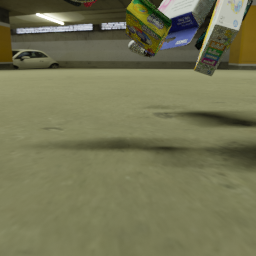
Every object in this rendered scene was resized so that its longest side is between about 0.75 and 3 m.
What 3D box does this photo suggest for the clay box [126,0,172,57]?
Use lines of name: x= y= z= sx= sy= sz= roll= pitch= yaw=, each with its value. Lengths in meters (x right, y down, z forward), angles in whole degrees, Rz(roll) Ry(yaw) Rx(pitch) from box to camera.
clay box: x=0.332 y=-1.804 z=5.043 sx=0.761 sy=0.315 sz=1.324 roll=39 pitch=-1 yaw=1

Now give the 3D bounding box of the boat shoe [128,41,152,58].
boat shoe: x=0.526 y=-2.939 z=10.608 sx=0.444 sy=0.451 sz=1.271 roll=39 pitch=17 yaw=32

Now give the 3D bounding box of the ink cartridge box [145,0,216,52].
ink cartridge box: x=1.587 y=-3.585 z=8.434 sx=0.562 sy=2.594 sz=2.546 roll=35 pitch=-6 yaw=-25

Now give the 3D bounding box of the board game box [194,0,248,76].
board game box: x=1.899 y=-2.331 z=5.265 sx=0.389 sy=2.273 sz=1.528 roll=19 pitch=-16 yaw=6

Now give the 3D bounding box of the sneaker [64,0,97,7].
sneaker: x=-1.765 y=-3.412 z=5.418 sx=2.821 sy=1.137 sz=1.053 roll=18 pitch=8 yaw=-17

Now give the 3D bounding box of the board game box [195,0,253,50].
board game box: x=2.722 y=-2.989 z=8.061 sx=1.610 sy=0.227 sz=1.089 roll=-27 pitch=25 yaw=53
